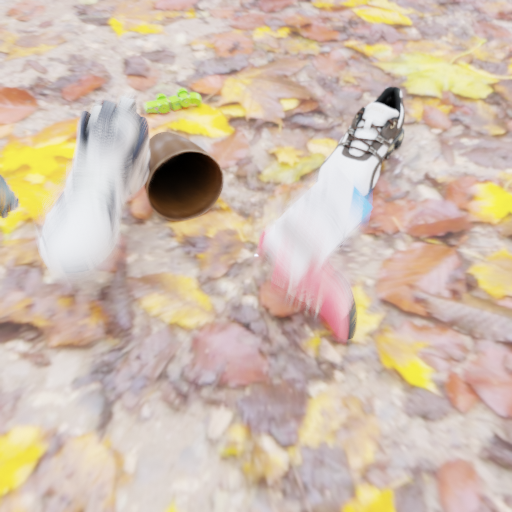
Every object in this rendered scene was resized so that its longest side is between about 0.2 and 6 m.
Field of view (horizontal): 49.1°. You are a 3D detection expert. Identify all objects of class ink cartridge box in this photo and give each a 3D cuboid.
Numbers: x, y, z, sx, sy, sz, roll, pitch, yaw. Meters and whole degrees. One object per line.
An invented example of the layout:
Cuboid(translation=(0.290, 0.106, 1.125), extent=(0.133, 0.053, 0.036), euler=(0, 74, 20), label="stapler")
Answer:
Cuboid(translation=(0.875, -0.480, 7.898), extent=(0.814, 0.469, 1.405), euler=(47, 70, -6), label="ink cartridge box")

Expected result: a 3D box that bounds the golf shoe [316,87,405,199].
Cuboid(translation=(2.178, -2.349, 11.609), extent=(1.247, 1.515, 3.207), euler=(22, 53, 18), label="golf shoe")

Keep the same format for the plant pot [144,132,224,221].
Cuboid(translation=(-1.651, -1.772, 11.183), extent=(1.530, 1.530, 1.637), euler=(-18, 43, -16), label="plant pot")

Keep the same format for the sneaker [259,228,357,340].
Cuboid(translation=(0.801, 0.432, 9.220), extent=(1.017, 0.864, 2.345), euler=(-23, 67, -11), label="sneaker")

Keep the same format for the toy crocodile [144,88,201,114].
Cuboid(translation=(-2.018, -3.699, 13.603), extent=(1.397, 0.431, 0.471), euler=(-17, 49, -9), label="toy crocodile")

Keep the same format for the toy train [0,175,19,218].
Cuboid(translation=(-3.954, -0.956, 8.522), extent=(0.432, 0.323, 0.759), euler=(-35, 96, -2), label="toy train")

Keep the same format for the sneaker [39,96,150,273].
Cuboid(translation=(-2.473, -1.330, 8.702), extent=(1.207, 1.968, 3.024), euler=(21, 49, 6), label="sneaker")
